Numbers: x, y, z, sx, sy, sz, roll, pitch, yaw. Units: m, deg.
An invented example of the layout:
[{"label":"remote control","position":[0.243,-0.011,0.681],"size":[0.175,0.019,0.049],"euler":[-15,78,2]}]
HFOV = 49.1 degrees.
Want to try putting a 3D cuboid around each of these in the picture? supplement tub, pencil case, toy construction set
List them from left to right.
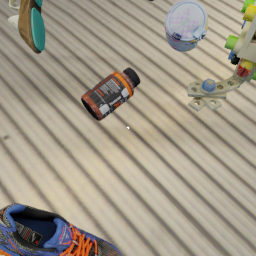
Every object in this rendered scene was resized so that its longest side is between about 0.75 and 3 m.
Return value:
[{"label":"supplement tub","position":[-0.322,-0.733,5.756],"size":[1.214,0.649,0.649],"euler":[-40,66,-12]},{"label":"pencil case","position":[1.054,-1.815,5.167],"size":[0.725,1.598,0.664],"euler":[28,102,2]},{"label":"toy construction set","position":[2.293,-1.341,5.588],"size":[1.275,2.767,1.815],"euler":[30,60,0]}]

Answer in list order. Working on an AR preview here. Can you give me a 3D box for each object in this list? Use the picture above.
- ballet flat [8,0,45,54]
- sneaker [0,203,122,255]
[{"label":"ballet flat","position":[-2.406,-2.790,6.600],"size":[0.805,0.755,2.226],"euler":[-3,85,8]},{"label":"sneaker","position":[-0.668,1.143,2.720],"size":[1.438,0.564,0.542],"euler":[25,47,-17]}]
